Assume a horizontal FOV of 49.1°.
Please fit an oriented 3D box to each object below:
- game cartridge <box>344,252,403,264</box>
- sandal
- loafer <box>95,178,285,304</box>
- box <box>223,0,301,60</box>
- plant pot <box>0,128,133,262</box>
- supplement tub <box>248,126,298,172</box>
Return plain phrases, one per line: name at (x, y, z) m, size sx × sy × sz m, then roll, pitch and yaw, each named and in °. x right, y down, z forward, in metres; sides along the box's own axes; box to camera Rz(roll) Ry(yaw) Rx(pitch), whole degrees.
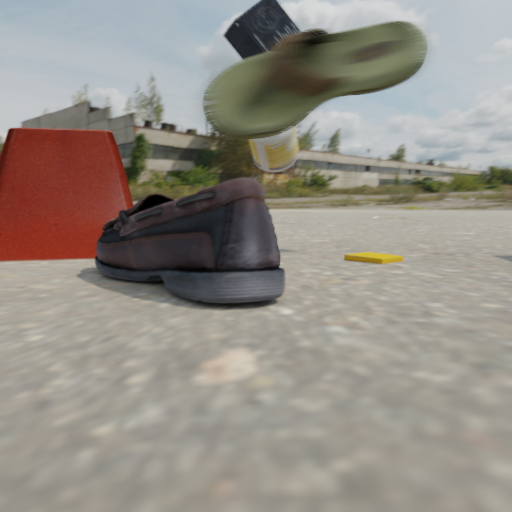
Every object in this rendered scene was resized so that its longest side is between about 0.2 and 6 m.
game cartridge at (1.575, 0.035, 7.465) m, size 0.540 × 0.099 × 0.613 m, roll -5°, pitch 10°, yaw -42°
sandal at (0.778, -2.759, 8.019) m, size 3.344 × 1.328 × 0.954 m, roll -21°, pitch -21°, yaw 2°
loafer at (-0.746, -0.218, 5.430) m, size 1.115 × 0.977 × 3.102 m, roll -4°, pitch 7°, yaw -33°
box at (0.145, -3.896, 9.937) m, size 0.981 × 0.998 × 0.618 m, roll -47°, pitch 12°, yaw -27°
plant pot at (-2.897, -0.935, 8.464) m, size 2.064 × 1.821 × 2.066 m, roll -2°, pitch 7°, yaw -18°
supplement tub at (0.319, -2.425, 11.270) m, size 0.967 × 0.967 × 1.330 m, roll 1°, pitch -28°, yaw 11°
